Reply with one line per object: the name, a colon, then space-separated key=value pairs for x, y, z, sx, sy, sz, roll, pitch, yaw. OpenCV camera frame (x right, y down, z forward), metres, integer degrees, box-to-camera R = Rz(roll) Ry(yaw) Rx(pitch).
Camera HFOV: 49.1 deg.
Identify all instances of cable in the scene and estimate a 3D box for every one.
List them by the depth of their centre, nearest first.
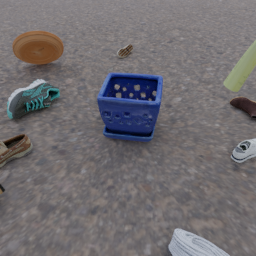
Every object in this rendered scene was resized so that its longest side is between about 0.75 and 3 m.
cable: x=1.517 y=2.643 z=5.791 sx=1.387 sy=0.480 sz=1.387 roll=26 pitch=0 yaw=-29

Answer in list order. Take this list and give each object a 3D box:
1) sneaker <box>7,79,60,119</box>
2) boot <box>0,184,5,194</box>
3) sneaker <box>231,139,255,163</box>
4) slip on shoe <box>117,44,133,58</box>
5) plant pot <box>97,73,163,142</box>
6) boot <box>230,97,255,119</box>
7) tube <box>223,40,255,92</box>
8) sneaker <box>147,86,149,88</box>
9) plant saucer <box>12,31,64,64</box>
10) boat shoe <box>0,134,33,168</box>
sneaker: x=-3.699 y=-1.151 z=11.222 sx=1.193 sy=1.015 sz=2.616 roll=16 pitch=40 yaw=15
boot: x=-4.520 y=1.898 z=7.203 sx=2.313 sy=0.896 sz=1.600 roll=0 pitch=38 yaw=23
sneaker: x=3.937 y=0.619 z=9.085 sx=1.403 sy=0.565 sz=0.536 roll=-25 pitch=41 yaw=-32
slip on shoe: x=-0.223 y=-4.401 z=16.169 sx=0.415 sy=0.521 sz=1.370 roll=-22 pitch=22 yaw=50
plant pot: x=0.123 y=-0.679 z=9.794 sx=2.025 sy=1.821 sz=2.025 roll=6 pitch=36 yaw=7
boot: x=4.761 y=-0.775 z=11.070 sx=1.309 sy=0.473 sz=1.089 roll=7 pitch=35 yaw=4
tube: x=3.416 y=-1.930 z=7.805 sx=0.517 sy=1.991 sz=0.578 roll=16 pitch=37 yaw=-13
sneaker: x=0.801 y=-2.028 z=12.851 sx=0.487 sy=0.438 sz=1.184 roll=5 pitch=37 yaw=3
plant saucer: x=-4.467 y=-3.911 z=14.050 sx=2.465 sy=2.465 sz=0.398 roll=-9 pitch=71 yaw=-12
boat shoe: x=-3.994 y=0.728 z=8.809 sx=1.929 sy=0.693 sz=0.731 roll=-30 pitch=46 yaw=-35
